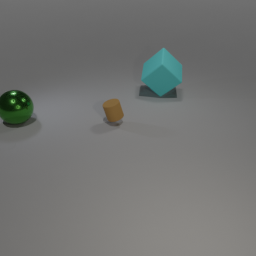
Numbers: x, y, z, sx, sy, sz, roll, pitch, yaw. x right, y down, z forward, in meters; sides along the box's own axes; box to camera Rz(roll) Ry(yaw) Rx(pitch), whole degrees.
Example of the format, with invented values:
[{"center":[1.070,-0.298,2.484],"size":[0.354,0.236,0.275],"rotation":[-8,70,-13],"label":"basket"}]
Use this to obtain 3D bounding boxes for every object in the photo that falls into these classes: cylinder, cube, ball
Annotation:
[{"center":[-0.589,-0.711,11.208],"size":[0.700,0.700,0.700],"rotation":[-13,31,8],"label":"cylinder"},{"center":[1.656,-2.689,13.606],"size":[1.400,1.400,1.400],"rotation":[-33,33,37],"label":"cube"},{"center":[-4.533,-0.833,11.282],"size":[1.400,1.400,1.400],"rotation":[0,29,0],"label":"ball"}]
